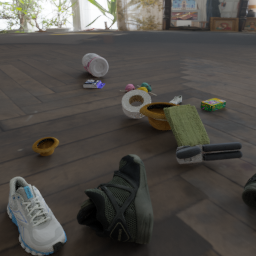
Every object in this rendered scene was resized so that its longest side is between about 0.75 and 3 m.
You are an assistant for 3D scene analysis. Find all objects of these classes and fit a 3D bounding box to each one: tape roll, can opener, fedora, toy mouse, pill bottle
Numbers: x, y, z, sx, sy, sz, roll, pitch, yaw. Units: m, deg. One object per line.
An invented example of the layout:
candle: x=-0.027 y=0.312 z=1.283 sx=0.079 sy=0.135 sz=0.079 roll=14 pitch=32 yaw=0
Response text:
tape roll: x=0.370 y=-1.037 z=12.060 sx=1.274 sy=0.446 sz=1.274 roll=-3 pitch=55 yaw=4
can opener: x=2.433 y=0.766 z=8.353 sx=2.014 sy=0.537 sz=0.673 roll=-5 pitch=5 yaw=3
fedora: x=1.387 y=-0.422 z=10.984 sx=1.919 sy=0.783 sz=1.919 roll=0 pitch=23 yaw=0
fedora: x=-2.664 y=0.645 z=9.152 sx=0.901 sy=0.368 sz=0.901 roll=-1 pitch=31 yaw=1
toy mouse: x=0.573 y=-2.246 z=15.483 sx=1.995 sy=0.386 sz=1.773 roll=1 pitch=24 yaw=3
pill bottle: x=-2.282 y=-4.299 z=18.893 sx=1.297 sy=1.297 sz=2.288 roll=-10 pitch=26 yaw=-21

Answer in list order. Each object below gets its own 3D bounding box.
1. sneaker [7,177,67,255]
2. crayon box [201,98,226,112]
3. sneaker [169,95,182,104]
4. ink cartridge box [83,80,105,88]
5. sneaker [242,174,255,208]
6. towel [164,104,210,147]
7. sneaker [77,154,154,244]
sneaker: x=-2.082 y=1.773 z=5.986 sx=0.829 sy=0.959 sz=2.213 roll=-19 pitch=32 yaw=-39
crayon box: x=3.972 y=-1.093 z=13.042 sx=1.055 sy=0.307 sz=0.627 roll=-17 pitch=29 yaw=-33
sneaker: x=2.307 y=-1.365 z=13.614 sx=0.341 sy=0.331 sz=0.934 roll=18 pitch=30 yaw=35
ink cartridge box: x=-1.954 y=-2.581 z=16.422 sx=1.087 sy=0.236 sz=1.077 roll=4 pitch=24 yaw=6
sneaker: x=3.906 y=1.535 z=6.675 sx=2.066 sy=0.790 sz=1.183 roll=8 pitch=31 yaw=29
towel: x=2.056 y=-0.075 z=9.831 sx=1.284 sy=0.316 sz=1.731 roll=-9 pitch=62 yaw=-21
sneaker: x=-0.338 y=1.454 z=6.548 sx=1.559 sy=1.040 sz=2.721 roll=5 pitch=29 yaw=-6
